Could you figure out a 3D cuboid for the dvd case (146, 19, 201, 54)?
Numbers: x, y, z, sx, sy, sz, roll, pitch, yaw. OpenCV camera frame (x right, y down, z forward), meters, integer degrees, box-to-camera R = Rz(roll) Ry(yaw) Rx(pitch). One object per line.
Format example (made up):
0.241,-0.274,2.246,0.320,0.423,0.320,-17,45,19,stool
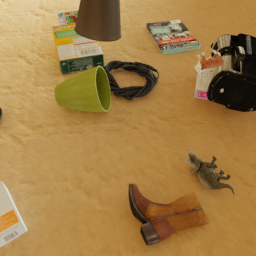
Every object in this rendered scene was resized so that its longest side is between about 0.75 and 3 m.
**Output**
1.845,-3.893,11.790,1.628,0.245,2.230,-12,50,-10,dvd case

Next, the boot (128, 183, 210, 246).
0.888,1.742,6.468,1.570,0.538,1.478,-16,49,-15,boot

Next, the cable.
-0.062,-1.687,9.677,2.097,0.533,1.711,20,56,14,cable

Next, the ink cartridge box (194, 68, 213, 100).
3.390,-1.384,9.370,2.193,0.460,1.309,9,48,11,ink cartridge box

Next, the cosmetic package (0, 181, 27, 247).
-2.883,1.916,6.351,0.658,0.462,1.297,-29,53,-24,cosmetic package

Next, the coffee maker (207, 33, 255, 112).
3.525,-1.645,8.585,2.147,1.506,2.235,32,49,-15,coffee maker

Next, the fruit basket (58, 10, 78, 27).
-2.133,-4.612,11.877,1.579,1.463,0.740,-19,91,-10,fruit basket

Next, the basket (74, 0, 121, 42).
-0.723,-3.208,7.378,1.337,1.482,1.008,12,44,-1,basket

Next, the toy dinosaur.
2.057,1.199,7.057,0.758,0.570,1.482,-29,60,-7,toy dinosaur

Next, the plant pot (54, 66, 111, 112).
-1.440,-1.098,8.652,1.485,1.389,1.389,-7,46,14,plant pot

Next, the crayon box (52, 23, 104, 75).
-1.975,-3.159,10.838,1.591,0.653,2.531,-12,49,-11,crayon box

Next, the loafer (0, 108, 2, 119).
-4.843,-0.187,8.002,2.361,0.842,0.862,-25,52,-21,loafer

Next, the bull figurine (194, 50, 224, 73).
1.922,-1.610,6.786,0.789,0.257,0.479,-12,85,-11,bull figurine
